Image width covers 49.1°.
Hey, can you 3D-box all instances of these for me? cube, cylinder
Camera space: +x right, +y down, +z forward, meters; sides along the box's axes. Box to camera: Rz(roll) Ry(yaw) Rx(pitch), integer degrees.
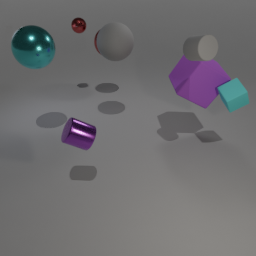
[{"bbox_3d":[3.506,-1.082,9.312,0.700,0.700,0.700,-27,52,12],"label":"cube"},{"bbox_3d":[2.556,-1.836,10.224,1.400,1.400,1.400,22,32,-23],"label":"cube"},{"bbox_3d":[-1.296,0.159,7.377,0.700,0.700,0.700,22,20,-27],"label":"cylinder"},{"bbox_3d":[2.026,-2.238,7.854,0.700,0.700,0.700,-14,19,-23],"label":"cylinder"}]

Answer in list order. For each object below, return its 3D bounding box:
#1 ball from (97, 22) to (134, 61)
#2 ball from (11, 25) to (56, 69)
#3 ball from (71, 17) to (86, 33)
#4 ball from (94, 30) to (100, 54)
[{"bbox_3d":[-0.476,-3.223,10.502,1.400,1.400,1.400,0,30,0],"label":"ball"},{"bbox_3d":[-3.116,-2.656,9.264,1.400,1.400,1.400,0,30,0],"label":"ball"},{"bbox_3d":[-2.285,-4.765,13.021,0.700,0.700,0.700,0,30,0],"label":"ball"},{"bbox_3d":[-0.922,-4.108,13.401,1.400,1.400,1.400,0,30,0],"label":"ball"}]
